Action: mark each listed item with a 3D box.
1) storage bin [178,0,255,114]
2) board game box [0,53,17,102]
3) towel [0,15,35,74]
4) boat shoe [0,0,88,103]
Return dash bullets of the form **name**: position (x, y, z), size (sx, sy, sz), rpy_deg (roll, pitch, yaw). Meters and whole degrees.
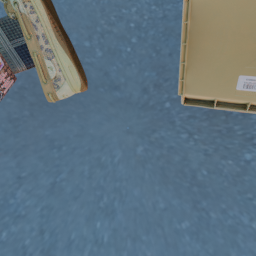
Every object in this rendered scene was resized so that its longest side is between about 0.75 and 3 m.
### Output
- **storage bin**: position (2.563, -1.724, 5.278), size (2.989, 2.968, 1.401), rpy_deg (8, 49, 14)
- **board game box**: position (-3.421, -1.399, 4.936), size (1.791, 2.246, 1.088), rpy_deg (17, 62, 14)
- **towel**: position (-2.459, -2.068, 6.619), size (1.479, 0.265, 1.536), rpy_deg (-29, 79, -24)
- **boat shoe**: position (-1.624, -1.744, 4.810), size (0.862, 1.008, 2.749), rpy_deg (-23, 108, 5)
